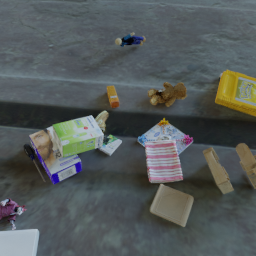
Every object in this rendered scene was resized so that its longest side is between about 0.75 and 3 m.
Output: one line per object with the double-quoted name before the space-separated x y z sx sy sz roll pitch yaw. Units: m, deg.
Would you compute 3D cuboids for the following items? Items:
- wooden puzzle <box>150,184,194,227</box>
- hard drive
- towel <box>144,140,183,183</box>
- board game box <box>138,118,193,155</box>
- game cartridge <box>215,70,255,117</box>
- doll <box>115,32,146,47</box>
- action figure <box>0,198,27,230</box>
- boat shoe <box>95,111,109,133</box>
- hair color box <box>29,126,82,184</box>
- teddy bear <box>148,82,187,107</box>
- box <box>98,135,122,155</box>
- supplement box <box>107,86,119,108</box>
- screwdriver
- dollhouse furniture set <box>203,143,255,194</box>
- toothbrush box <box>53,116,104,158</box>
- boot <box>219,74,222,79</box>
"wooden puzzle" 1.412 2.471 8.995 1.184 0.221 1.096 22 51 13
"hard drive" -3.980 3.791 7.683 2.749 0.361 1.813 -3 48 -2
"towel" 1.242 1.135 9.911 1.180 0.241 1.613 -5 59 -2
"board game box" 1.439 0.438 10.779 1.565 0.202 1.565 -36 57 -27
"game cartridge" 5.192 -1.507 12.204 2.461 0.399 2.169 20 52 7
"doll" 0.088 -4.574 14.632 1.686 1.150 0.409 -13 76 -29
"action figure" -3.848 2.612 8.702 1.349 0.904 1.005 -3 2 -20
"boat shoe" -1.147 0.007 10.978 0.522 0.582 1.571 25 63 17
"hair color box" -2.617 0.892 10.065 1.113 0.660 2.037 -25 51 -25
"teddy bear" 1.709 -1.455 12.301 1.704 0.569 1.235 -26 52 -14
"box" -0.677 0.642 10.652 0.556 0.140 0.771 26 52 21
"supplement box" -0.670 -1.392 12.321 0.376 0.364 1.093 -12 50 -10
"screwdriver" -3.353 1.265 10.027 0.283 0.271 1.943 -41 55 6
"dollhouse furniture set" 3.766 1.064 9.191 2.082 1.913 1.355 -27 49 16
"toothbrush box" -1.767 0.275 9.896 1.497 0.644 1.090 -14 49 -26
"boot" 4.471 -2.309 13.232 0.392 0.301 0.819 16 44 25
